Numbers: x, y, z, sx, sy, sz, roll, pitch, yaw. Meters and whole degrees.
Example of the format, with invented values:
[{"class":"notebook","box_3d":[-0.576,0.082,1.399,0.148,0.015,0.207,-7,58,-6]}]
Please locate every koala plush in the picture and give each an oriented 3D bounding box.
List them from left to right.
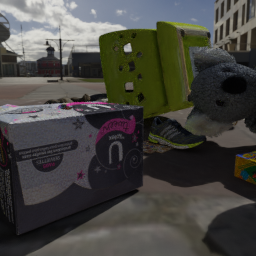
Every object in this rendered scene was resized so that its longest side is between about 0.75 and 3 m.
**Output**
[{"class":"koala plush","box_3d":[2.781,-0.719,6.312,2.929,2.597,2.691,4,0,21]}]

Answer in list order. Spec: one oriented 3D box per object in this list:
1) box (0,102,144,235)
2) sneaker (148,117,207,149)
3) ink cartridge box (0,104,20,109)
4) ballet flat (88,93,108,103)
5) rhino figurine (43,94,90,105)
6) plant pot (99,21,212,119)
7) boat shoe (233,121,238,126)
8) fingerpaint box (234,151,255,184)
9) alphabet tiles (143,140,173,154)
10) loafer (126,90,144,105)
[{"class":"box","box_3d":[-0.764,0.314,3.620,1.841,1.217,1.056,-10,15,-43]},{"class":"sneaker","box_3d":[1.038,0.102,6.160,1.441,0.583,0.532,9,15,39]},{"class":"ink cartridge box","box_3d":[-3.805,-0.388,8.924,1.013,0.356,1.698,12,18,3]},{"class":"ballet flat","box_3d":[-0.540,-0.836,10.556,2.460,0.899,0.899,4,11,3]},{"class":"rhino figurine","box_3d":[-2.292,-0.547,9.016,1.188,0.812,2.717,-8,6,37]},{"class":"plant pot","box_3d":[1.125,-1.831,9.018,2.644,2.914,2.899,-3,9,43]},{"class":"boat shoe","box_3d":[2.677,-0.496,9.141,0.665,0.680,1.919,-5,13,-23]},{"class":"fingerpaint box","box_3d":[2.331,0.613,4.288,1.033,0.379,0.862,-6,13,-27]},{"class":"alphabet tiles","box_3d":[0.577,0.407,6.224,0.821,0.037,0.982,9,14,37]},{"class":"loafer","box_3d":[0.634,-1.158,9.339,2.838,0.989,1.067,-11,8,15]}]
